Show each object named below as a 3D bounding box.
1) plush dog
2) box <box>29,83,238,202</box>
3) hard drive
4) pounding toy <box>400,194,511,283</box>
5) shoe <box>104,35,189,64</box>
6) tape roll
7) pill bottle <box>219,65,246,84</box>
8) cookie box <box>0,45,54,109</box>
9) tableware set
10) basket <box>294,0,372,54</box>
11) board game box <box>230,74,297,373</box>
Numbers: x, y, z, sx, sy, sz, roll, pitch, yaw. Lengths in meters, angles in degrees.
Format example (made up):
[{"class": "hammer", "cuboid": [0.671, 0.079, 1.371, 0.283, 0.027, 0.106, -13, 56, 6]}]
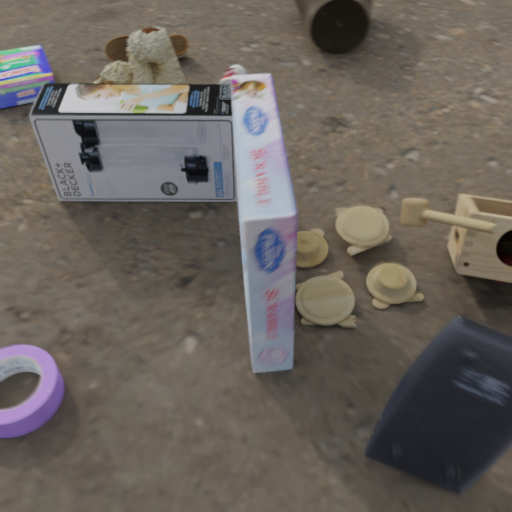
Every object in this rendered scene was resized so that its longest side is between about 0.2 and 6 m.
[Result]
[{"class": "plush dog", "cuboid": [-2.639, -3.651, 12.128, 2.102, 1.964, 2.448, -25, 21, -4]}, {"class": "box", "cuboid": [-2.023, -1.989, 10.093, 3.406, 1.986, 1.024, 1, 49, -1]}, {"class": "hard drive", "cuboid": [2.285, 1.708, 6.381, 1.452, 2.153, 0.456, 22, 29, -3]}, {"class": "pounding toy", "cuboid": [3.370, -0.190, 8.515, 2.417, 1.106, 2.123, 10, 19, 11]}, {"class": "shoe", "cuboid": [-2.715, -5.128, 14.068, 2.116, 0.740, 0.565, -3, 3, 0]}, {"class": "tape roll", "cuboid": [-3.265, 1.811, 7.567, 1.204, 0.395, 1.204, 0, 47, 0]}, {"class": "pill bottle", "cuboid": [-0.535, -4.056, 12.986, 0.498, 0.498, 0.873, 9, 42, 8]}, {"class": "cookie box", "cuboid": [-5.526, -4.203, 13.085, 1.397, 0.614, 1.633, -17, 50, -18]}, {"class": "tableware set", "cuboid": [1.460, 0.132, 9.203, 1.999, 0.278, 2.393, -13, 51, -4]}, {"class": "basket", "cuboid": [2.091, -6.692, 14.674, 2.433, 1.835, 2.698, -11, 50, 13]}, {"class": "board game box", "cuboid": [0.081, -0.447, 7.894, 0.620, 3.004, 3.012, -4, 47, -2]}]
